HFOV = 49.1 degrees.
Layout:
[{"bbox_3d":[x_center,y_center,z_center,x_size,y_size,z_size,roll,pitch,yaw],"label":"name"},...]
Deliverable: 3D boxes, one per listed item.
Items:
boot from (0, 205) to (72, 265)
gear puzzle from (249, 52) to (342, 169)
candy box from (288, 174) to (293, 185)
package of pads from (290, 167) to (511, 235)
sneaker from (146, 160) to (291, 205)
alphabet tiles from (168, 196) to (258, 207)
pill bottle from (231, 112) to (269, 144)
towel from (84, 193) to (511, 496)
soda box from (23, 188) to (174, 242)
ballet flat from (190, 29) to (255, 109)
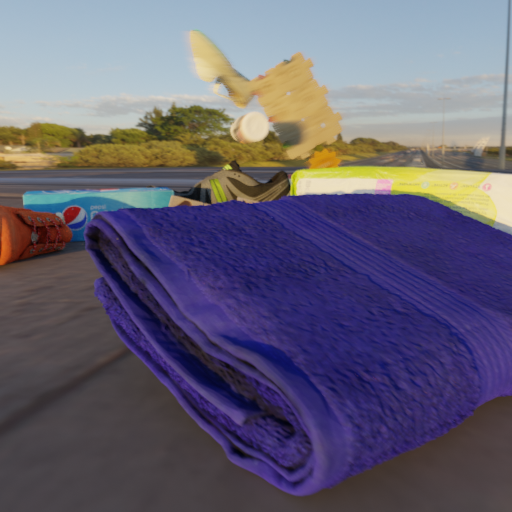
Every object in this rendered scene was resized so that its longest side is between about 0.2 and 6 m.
[{"bbox_3d":[-3.926,-0.410,9.597,1.463,1.024,2.728,2,9,-17],"label":"boot"},{"bbox_3d":[0.973,-2.624,10.955,1.274,2.459,0.322,-28,7,12],"label":"gear puzzle"},{"bbox_3d":[1.786,-2.034,16.752,1.056,0.506,1.829,-10,-16,24],"label":"candy box"},{"bbox_3d":[2.942,-0.629,8.940,4.170,1.422,3.222,8,9,40],"label":"package of pads"},{"bbox_3d":[-0.899,-1.537,13.621,3.741,1.550,1.326,-3,10,-14],"label":"sneaker"},{"bbox_3d":[0.167,-0.147,6.948,2.648,0.100,2.213,13,30,-8],"label":"alphabet tiles"},{"bbox_3d":[-0.132,-2.183,9.615,0.493,0.493,0.847,-4,8,-18],"label":"pill bottle"},{"bbox_3d":[0.984,0.393,5.045,4.232,1.048,3.125,-8,31,-36],"label":"towel"},{"bbox_3d":[-3.229,-0.879,11.716,2.953,1.002,0.947,-4,12,-17],"label":"soda box"},{"bbox_3d":[-0.720,-3.578,11.035,0.722,0.722,2.079,9,-12,37],"label":"ballet flat"}]
